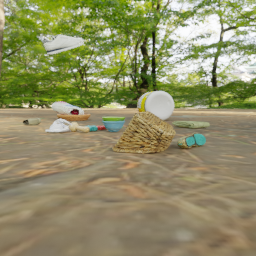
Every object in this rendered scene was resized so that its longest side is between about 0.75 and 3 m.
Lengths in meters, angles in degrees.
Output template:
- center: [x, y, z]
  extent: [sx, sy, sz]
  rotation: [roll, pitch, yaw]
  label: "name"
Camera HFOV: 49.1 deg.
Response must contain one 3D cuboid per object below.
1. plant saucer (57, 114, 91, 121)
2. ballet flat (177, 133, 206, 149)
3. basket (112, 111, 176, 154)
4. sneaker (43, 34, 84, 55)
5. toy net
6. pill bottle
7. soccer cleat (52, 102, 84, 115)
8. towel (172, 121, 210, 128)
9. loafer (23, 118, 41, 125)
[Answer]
- center: [-2.904, -0.584, 15.053]
  extent: [1.772, 0.332, 1.772]
  rotation: [-1, 6, 0]
  label: "plant saucer"
- center: [1.315, 0.275, 5.855]
  extent: [0.307, 0.307, 0.869]
  rotation: [4, 7, 41]
  label: "ballet flat"
- center: [0.391, 0.242, 5.599]
  extent: [0.841, 0.877, 1.178]
  rotation: [35, 13, 11]
  label: "basket"
- center: [-2.447, -3.314, 10.802]
  extent: [1.632, 0.657, 0.624]
  rotation: [-27, 18, -32]
  label: "sneaker"
- center: [-1.373, -0.132, 9.122]
  extent: [2.509, 0.485, 1.316]
  rotation: [-1, 5, -6]
  label: "toy net"
- center: [1.397, -1.212, 15.296]
  extent: [1.530, 1.530, 2.800]
  rotation: [-1, 5, -9]
  label: "pill bottle"
- center: [-3.326, -1.023, 15.244]
  extent: [1.884, 0.658, 0.813]
  rotation: [14, 8, 4]
  label: "soccer cleat"
- center: [2.375, -0.132, 10.593]
  extent: [0.920, 0.226, 1.240]
  rotation: [-2, 4, -30]
  label: "towel"
- center: [-3.984, -0.242, 11.553]
  extent: [0.809, 0.306, 0.276]
  rotation: [-8, 4, 14]
  label: "loafer"
